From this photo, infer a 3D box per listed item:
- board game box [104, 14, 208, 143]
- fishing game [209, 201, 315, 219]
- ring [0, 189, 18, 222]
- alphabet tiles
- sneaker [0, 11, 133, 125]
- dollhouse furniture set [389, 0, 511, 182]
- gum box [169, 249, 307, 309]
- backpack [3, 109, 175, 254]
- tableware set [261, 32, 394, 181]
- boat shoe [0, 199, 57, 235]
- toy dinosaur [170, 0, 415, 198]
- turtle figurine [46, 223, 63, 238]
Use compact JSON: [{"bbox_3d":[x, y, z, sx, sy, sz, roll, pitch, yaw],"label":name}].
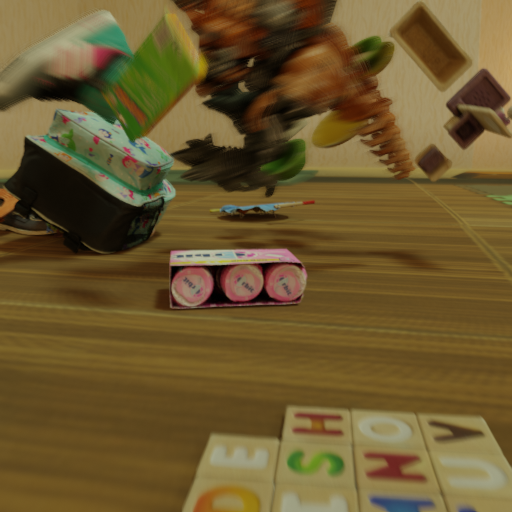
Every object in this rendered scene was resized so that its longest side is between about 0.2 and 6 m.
[{"bbox_3d":[-1.217,-1.998,6.506,1.536,0.734,0.230,-30,0,41],"label":"board game box"},{"bbox_3d":[0.043,-1.214,15.182,2.071,0.450,2.892,-10,8,-43],"label":"fishing game"},{"bbox_3d":[-6.305,-0.918,12.518,2.197,0.211,2.197,-9,32,6],"label":"ring"},{"bbox_3d":[0.741,1.426,2.676,2.341,0.106,2.801,1,12,7],"label":"alphabet tiles"},{"bbox_3d":[-2.839,-2.615,8.837,2.448,1.478,1.024,-42,13,-20],"label":"sneaker"},{"bbox_3d":[2.872,-2.540,8.719,2.401,1.902,1.704,43,13,-14],"label":"dollhouse furniture set"},{"bbox_3d":[-0.251,0.269,7.237,1.709,0.565,0.970,-2,10,-8],"label":"gum box"},{"bbox_3d":[-3.051,-1.532,11.365,2.768,2.348,3.118,32,9,4],"label":"backpack"},{"bbox_3d":[1.564,-3.156,10.967,4.130,0.634,2.782,-38,31,8],"label":"tableware set"},{"bbox_3d":[-5.140,-0.978,12.820,2.666,0.836,0.969,7,13,31],"label":"boat shoe"},{"bbox_3d":[0.328,-2.430,8.029,3.115,4.590,2.345,-41,3,44],"label":"toy dinosaur"},{"bbox_3d":[-3.959,-0.800,11.793,0.974,1.005,0.723,23,-12,13],"label":"turtle figurine"}]
